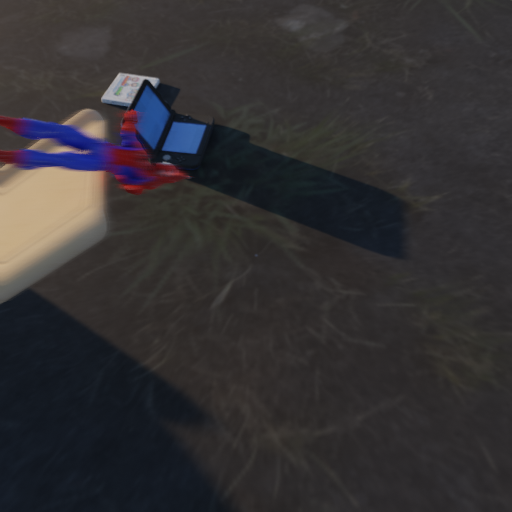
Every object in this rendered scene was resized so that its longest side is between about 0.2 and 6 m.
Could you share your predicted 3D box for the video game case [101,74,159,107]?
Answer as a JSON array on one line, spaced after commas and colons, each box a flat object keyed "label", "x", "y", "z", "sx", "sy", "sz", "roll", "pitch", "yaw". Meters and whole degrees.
[{"label": "video game case", "x": -2.486, "y": -3.287, "z": 11.128, "sx": 0.861, "sy": 0.112, "sz": 0.946, "roll": 10, "pitch": 50, "yaw": 8}]

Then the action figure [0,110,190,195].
[{"label": "action figure", "x": -1.332, "y": -0.949, "z": 4.824, "sx": 1.872, "sy": 0.926, "sz": 0.611, "roll": 8, "pitch": 74, "yaw": -47}]

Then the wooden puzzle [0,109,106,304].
[{"label": "wooden puzzle", "x": -2.248, "y": -0.482, "z": 5.838, "sx": 1.786, "sy": 0.360, "sz": 1.931, "roll": -30, "pitch": 47, "yaw": 14}]

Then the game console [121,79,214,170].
[{"label": "game console", "x": -1.494, "y": -2.326, "z": 9.814, "sx": 1.255, "sy": 0.870, "sz": 1.470, "roll": 6, "pitch": 51, "yaw": 7}]
